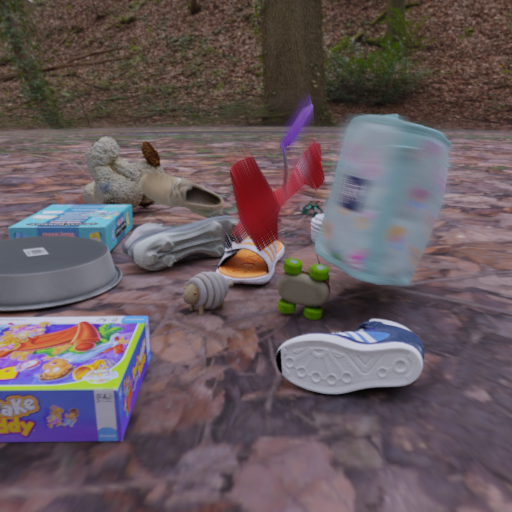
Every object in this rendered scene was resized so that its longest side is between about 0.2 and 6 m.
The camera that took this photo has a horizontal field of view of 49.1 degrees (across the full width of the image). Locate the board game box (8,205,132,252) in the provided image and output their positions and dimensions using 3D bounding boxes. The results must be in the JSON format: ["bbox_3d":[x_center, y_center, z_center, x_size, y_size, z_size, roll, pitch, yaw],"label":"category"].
[{"bbox_3d":[-3.927,-0.618,12.276,1.927,0.599,2.553,0,16,0],"label":"board game box"}]

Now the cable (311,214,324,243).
[{"bbox_3d":[2.075,-0.555,12.167,1.766,0.612,1.766,11,19,36],"label":"cable"}]

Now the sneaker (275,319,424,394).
[{"bbox_3d":[1.133,1.135,6.645,1.645,0.663,1.205,-2,6,12],"label":"sneaker"}]

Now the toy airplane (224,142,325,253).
[{"bbox_3d":[0.306,-0.806,7.774,0.383,2.081,2.081,36,33,27],"label":"toy airplane"}]

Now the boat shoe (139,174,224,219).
[{"bbox_3d":[-1.461,-1.263,11.074,1.737,0.627,0.564,22,-20,-3],"label":"boat shoe"}]

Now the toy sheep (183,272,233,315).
[{"bbox_3d":[-0.723,0.535,8.522,0.630,0.630,0.914,15,23,42],"label":"toy sheep"}]

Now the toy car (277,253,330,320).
[{"bbox_3d":[0.789,0.351,8.488,0.781,0.813,0.990,13,26,13],"label":"toy car"}]

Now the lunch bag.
[{"bbox_3d":[1.932,-0.849,8.384,1.629,2.276,2.672,18,12,13],"label":"lunch bag"}]

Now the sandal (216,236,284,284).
[{"bbox_3d":[-0.075,-0.145,10.507,1.014,0.758,2.647,4,17,12],"label":"sandal"}]

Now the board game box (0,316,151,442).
[{"bbox_3d":[-2.600,1.270,6.093,2.624,0.587,1.764,0,17,-2],"label":"board game box"}]

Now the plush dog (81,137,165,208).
[{"bbox_3d":[-3.316,-1.909,14.907,2.027,2.360,1.894,-24,61,-35],"label":"plush dog"}]

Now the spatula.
[{"bbox_3d":[0.432,-1.303,9.252,0.261,2.543,0.719,16,-1,-14],"label":"spatula"}]

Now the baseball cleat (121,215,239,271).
[{"bbox_3d":[-1.397,-0.416,11.020,2.535,0.884,1.349,-12,28,-39],"label":"baseball cleat"}]

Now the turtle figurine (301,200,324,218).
[{"bbox_3d":[1.503,-1.278,14.972,0.629,0.423,0.840,4,23,13],"label":"turtle figurine"}]

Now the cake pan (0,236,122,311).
[{"bbox_3d":[-3.840,0.197,9.697,2.944,0.540,2.944,1,15,0],"label":"cake pan"}]
